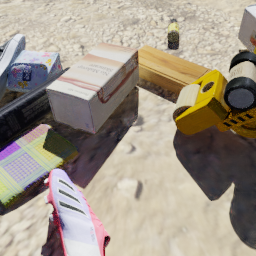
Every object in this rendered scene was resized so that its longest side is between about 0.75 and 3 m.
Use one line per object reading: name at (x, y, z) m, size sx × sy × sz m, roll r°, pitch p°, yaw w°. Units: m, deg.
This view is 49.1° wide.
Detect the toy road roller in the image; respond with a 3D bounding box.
toy road roller at (2.365, -0.460, 6.547) m, size 1.668 × 2.285 × 1.404 m, roll 45°, pitch 46°, yaw -19°

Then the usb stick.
usb stick at (-2.275, -0.648, 7.127) m, size 0.464 × 0.789 × 2.845 m, roll 15°, pitch 45°, yaw 36°

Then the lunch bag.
lunch bag at (-2.638, -1.553, 7.993) m, size 1.181 × 0.886 × 1.393 m, roll 7°, pitch 51°, yaw 9°

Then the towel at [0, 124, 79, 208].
towel at (-2.170, 0.694, 6.130) m, size 1.399 × 0.222 × 1.947 m, roll 32°, pitch 54°, yaw 28°

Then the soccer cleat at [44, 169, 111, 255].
soccer cleat at (-0.801, 1.649, 4.729) m, size 0.914 × 0.797 × 2.391 m, roll -16°, pitch 48°, yaw -12°

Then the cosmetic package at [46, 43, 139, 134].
cosmetic package at (-0.792, -1.152, 7.359) m, size 1.292 × 1.090 × 2.499 m, roll 17°, pitch 47°, yaw 20°

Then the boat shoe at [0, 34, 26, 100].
boat shoe at (-3.808, -1.896, 8.226) m, size 0.959 × 1.037 × 2.809 m, roll 12°, pitch 53°, yaw -6°

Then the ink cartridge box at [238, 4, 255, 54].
ink cartridge box at (5.183, -2.718, 8.671) m, size 2.164 × 1.244 × 2.982 m, roll -13°, pitch 51°, yaw -6°

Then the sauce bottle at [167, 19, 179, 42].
sauce bottle at (1.706, -3.716, 10.512) m, size 0.439 × 0.439 × 1.356 m, roll 5°, pitch 45°, yaw 5°

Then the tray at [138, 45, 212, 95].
tray at (1.164, -1.785, 8.532) m, size 2.419 × 0.448 × 1.193 m, roll 30°, pitch 52°, yaw 26°
